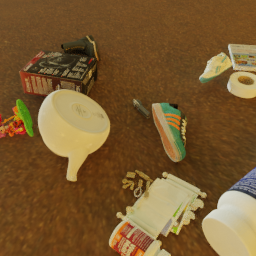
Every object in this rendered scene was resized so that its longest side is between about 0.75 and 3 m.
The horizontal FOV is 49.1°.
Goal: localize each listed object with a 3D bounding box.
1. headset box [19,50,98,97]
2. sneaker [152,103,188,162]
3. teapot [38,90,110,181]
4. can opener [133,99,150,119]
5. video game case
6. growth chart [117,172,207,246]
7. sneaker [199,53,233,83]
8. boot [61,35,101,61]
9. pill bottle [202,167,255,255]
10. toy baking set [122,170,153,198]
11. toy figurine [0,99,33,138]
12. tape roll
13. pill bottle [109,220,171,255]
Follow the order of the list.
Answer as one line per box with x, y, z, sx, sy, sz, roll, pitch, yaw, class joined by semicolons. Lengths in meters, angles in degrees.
-2.966;-2.279;11.917;2.877;1.111;2.141;9;40;7;headset box
1.671;-0.020;9.874;1.106;0.988;2.768;-10;44;-4;sneaker
-1.963;0.040;9.321;2.487;1.840;2.519;38;30;-1;teapot
0.576;-0.811;11.180;0.370;0.295;1.106;-26;51;-23;can opener
5.977;-3.540;14.018;1.596;0.201;2.229;6;45;5;video game case
1.072;2.267;8.116;1.700;0.208;2.349;34;54;29;growth chart
3.687;-2.594;12.155;1.924;0.736;0.777;-35;92;-28;sneaker
-2.341;-3.767;13.872;1.687;0.945;2.439;-16;33;-10;boot
3.440;2.074;7.221;2.976;1.722;1.722;-28;51;-26;pill bottle
0.327;1.733;8.660;1.114;0.130;0.855;25;48;32;toy baking set
-4.340;-0.119;10.218;1.378;1.124;1.497;-22;72;-3;toy figurine
5.040;-1.879;12.130;1.356;0.474;1.356;0;45;0;tape roll
0.291;3.003;6.966;1.415;0.775;0.775;28;51;26;pill bottle
